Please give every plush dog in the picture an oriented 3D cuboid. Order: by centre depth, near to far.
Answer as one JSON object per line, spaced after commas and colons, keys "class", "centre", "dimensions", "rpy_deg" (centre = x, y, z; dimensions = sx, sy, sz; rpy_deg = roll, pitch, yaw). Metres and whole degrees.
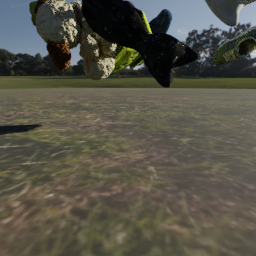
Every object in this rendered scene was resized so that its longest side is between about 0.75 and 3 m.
{"class": "plush dog", "centre": [-1.361, -2.641, 7.408], "dimensions": [2.098, 2.442, 1.959], "rpy_deg": [-12, -15, -31]}

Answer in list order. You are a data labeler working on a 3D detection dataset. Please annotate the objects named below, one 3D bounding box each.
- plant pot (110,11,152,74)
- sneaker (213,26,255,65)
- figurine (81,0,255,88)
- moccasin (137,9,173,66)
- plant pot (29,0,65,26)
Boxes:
{"class": "plant pot", "centre": [-0.119, -2.783, 8.939], "dimensions": [1.492, 1.644, 1.636], "rpy_deg": [-11, -11, -36]}
{"class": "sneaker", "centre": [3.904, -2.814, 10.134], "dimensions": [2.024, 0.679, 0.909], "rpy_deg": [-32, 25, 44]}
{"class": "figurine", "centre": [0.890, -2.550, 5.936], "dimensions": [2.813, 2.883, 1.241], "rpy_deg": [48, 0, 28]}
{"class": "moccasin", "centre": [0.776, -3.798, 11.903], "dimensions": [0.968, 2.839, 1.142], "rpy_deg": [19, 40, -24]}
{"class": "plant pot", "centre": [-2.474, -3.605, 8.778], "dimensions": [1.075, 1.132, 1.132], "rpy_deg": [-6, 11, -6]}
